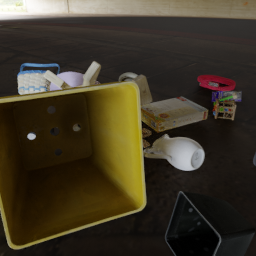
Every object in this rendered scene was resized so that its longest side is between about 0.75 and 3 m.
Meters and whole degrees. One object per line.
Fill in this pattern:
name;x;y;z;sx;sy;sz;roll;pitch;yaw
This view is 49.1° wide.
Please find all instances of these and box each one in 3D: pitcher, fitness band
pitcher;1.267;0.715;7.904;1.259;0.889;1.467;-22;25;-33
fitness band;4.514;-2.331;14.388;1.398;0.364;1.947;-20;34;-38

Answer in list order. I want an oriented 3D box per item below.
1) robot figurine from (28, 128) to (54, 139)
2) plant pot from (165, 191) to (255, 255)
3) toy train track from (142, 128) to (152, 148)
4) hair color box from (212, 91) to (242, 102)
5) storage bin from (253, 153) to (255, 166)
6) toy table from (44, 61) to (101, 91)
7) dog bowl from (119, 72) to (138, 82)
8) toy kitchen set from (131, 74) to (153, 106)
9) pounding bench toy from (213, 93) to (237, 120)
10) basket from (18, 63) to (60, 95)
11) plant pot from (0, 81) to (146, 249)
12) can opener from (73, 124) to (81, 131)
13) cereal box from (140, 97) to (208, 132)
robot figurine;-3.333;-0.044;9.010;1.816;1.365;1.133;-2;49;-5
plant pot;1.556;1.980;5.189;1.079;1.217;1.214;2;24;-25
toy train track;-0.154;0.349;9.115;2.273;0.370;1.304;-21;33;-33
hair color box;4.115;-1.318;11.769;0.780;0.462;1.427;0;4;1
storage bin;4.363;0.640;6.430;1.916;2.633;1.769;0;39;0
toy table;-1.650;-1.036;9.532;2.627;2.415;1.538;23;-2;3
dog bowl;0.083;-2.166;13.555;1.107;0.408;1.107;3;54;-4
toy kitchen set;-0.297;-1.353;11.028;1.889;1.113;1.513;-28;34;-12
pounding bench toy;3.735;-0.901;10.849;0.776;0.995;0.618;6;28;11
basket;-4.023;-2.093;12.434;1.736;1.369;1.969;1;63;1
plant pot;-1.506;0.398;6.583;2.942;2.942;2.595;-11;19;-20
can opener;-1.328;-0.127;8.462;1.373;0.361;0.456;-34;33;27
cereal box;1.665;-0.590;10.823;2.303;0.455;1.657;-13;30;-24
